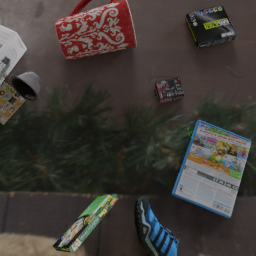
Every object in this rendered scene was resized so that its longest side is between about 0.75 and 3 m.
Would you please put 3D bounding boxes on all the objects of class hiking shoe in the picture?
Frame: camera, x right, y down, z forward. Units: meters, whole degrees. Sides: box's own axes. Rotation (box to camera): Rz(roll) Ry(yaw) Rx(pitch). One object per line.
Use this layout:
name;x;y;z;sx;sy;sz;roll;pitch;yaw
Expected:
hiking shoe;0.967;3.450;8.834;1.195;1.025;2.756;-13;81;-11

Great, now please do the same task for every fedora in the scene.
fedora;-3.593;-1.593;10.211;1.310;1.482;0.669;35;63;-5

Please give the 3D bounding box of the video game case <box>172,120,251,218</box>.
video game case;2.959;1.360;9.780;2.048;0.255;2.861;22;73;4

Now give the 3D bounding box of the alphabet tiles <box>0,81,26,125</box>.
alphabet tiles;-4.885;-0.899;10.704;1.343;0.061;1.606;34;74;11

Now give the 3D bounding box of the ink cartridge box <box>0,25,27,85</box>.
ink cartridge box;-5.528;-2.707;10.742;1.888;1.090;2.594;26;73;10

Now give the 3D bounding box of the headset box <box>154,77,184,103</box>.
headset box;1.525;-1.435;10.706;1.046;0.392;0.778;-11;72;-4

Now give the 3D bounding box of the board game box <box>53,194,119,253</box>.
board game box;-1.202;2.732;8.189;0.241;1.075;2.052;54;50;-8

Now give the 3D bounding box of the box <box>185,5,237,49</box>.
box;3.422;-4.212;11.644;1.664;0.395;1.607;-14;69;-4

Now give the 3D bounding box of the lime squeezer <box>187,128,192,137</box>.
lime squeezer;2.438;0.278;10.187;1.004;0.354;0.189;35;54;-20

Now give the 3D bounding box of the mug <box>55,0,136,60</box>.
mug;-1.280;-3.897;10.961;2.766;1.846;2.456;-15;52;0
